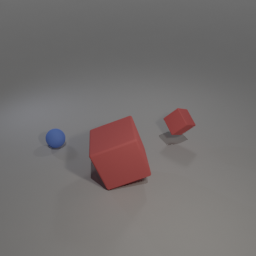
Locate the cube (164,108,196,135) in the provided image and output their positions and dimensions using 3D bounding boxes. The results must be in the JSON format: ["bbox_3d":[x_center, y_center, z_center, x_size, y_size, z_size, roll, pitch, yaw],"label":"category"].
[{"bbox_3d":[1.838,-0.219,9.984,0.700,0.700,0.700,1,58,-51],"label":"cube"}]

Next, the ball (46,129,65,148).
[{"bbox_3d":[-2.632,0.369,10.181,0.700,0.700,0.700,0,31,0],"label":"ball"}]

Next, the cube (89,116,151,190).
[{"bbox_3d":[-0.256,0.726,8.443,1.400,1.400,1.400,-20,32,5],"label":"cube"}]
